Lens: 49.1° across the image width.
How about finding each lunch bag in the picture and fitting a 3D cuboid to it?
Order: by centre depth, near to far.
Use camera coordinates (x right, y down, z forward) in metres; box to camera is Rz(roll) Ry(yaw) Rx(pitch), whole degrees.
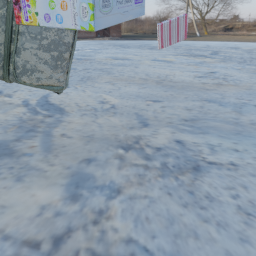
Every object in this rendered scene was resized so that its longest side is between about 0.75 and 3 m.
[{"bbox_3d":[-2.135,-2.140,6.453,2.002,2.386,1.663,17,24,-2],"label":"lunch bag"}]

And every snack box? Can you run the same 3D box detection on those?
[{"bbox_3d":[-0.403,-1.220,2.776,0.828,0.309,1.165,11,31,21],"label":"snack box"}]

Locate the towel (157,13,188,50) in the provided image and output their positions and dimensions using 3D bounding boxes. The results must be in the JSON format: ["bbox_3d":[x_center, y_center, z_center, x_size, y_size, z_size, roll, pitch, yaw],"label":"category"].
[{"bbox_3d":[1.808,-3.932,11.412,1.503,1.100,0.225,-26,45,-18],"label":"towel"}]
